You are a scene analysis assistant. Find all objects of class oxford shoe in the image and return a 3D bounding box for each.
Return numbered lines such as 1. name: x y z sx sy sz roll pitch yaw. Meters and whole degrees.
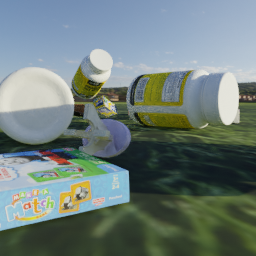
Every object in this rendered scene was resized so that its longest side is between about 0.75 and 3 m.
1. oxford shoe: -1.865 -0.702 10.346 1.333 0.475 0.475 18 -20 11

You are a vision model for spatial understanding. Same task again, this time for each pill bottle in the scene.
1. pill bottle: -1.955 -0.493 5.691 1.320 1.320 2.308 -2 8 -22
2. pill bottle: 1.410 -0.762 7.529 2.668 1.525 1.525 5 8 40
3. pill bottle: -1.115 -1.663 8.717 0.943 0.943 1.677 -3 -20 -28

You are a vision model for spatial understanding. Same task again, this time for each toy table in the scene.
1. toy table: -0.422 0.107 3.621 0.810 0.744 0.474 -14 -20 35

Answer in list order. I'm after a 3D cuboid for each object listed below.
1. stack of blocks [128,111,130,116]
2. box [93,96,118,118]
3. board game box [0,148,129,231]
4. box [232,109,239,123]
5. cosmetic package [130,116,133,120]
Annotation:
1. stack of blocks: 1.558 -1.045 13.373 2.876 0.842 1.656 1 6 10
2. box: -0.809 -0.740 10.144 0.439 0.403 1.254 -19 -18 14
3. board game box: -0.946 0.427 2.169 1.541 0.282 1.165 -5 8 -32
4. box: 3.368 -0.492 9.968 0.450 0.482 2.324 1 5 3
5. cosmetic package: 0.933 -0.670 10.582 1.674 0.755 0.894 -1 7 15
